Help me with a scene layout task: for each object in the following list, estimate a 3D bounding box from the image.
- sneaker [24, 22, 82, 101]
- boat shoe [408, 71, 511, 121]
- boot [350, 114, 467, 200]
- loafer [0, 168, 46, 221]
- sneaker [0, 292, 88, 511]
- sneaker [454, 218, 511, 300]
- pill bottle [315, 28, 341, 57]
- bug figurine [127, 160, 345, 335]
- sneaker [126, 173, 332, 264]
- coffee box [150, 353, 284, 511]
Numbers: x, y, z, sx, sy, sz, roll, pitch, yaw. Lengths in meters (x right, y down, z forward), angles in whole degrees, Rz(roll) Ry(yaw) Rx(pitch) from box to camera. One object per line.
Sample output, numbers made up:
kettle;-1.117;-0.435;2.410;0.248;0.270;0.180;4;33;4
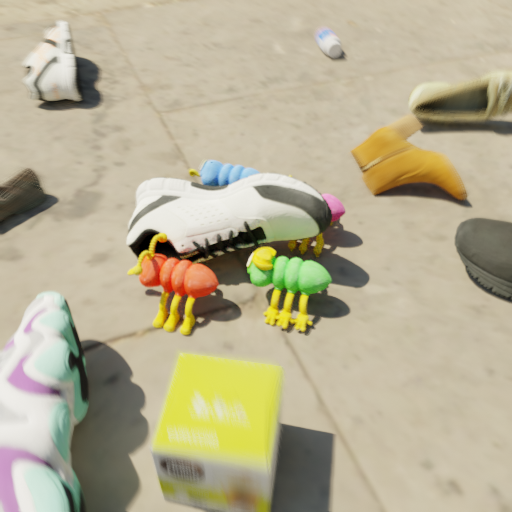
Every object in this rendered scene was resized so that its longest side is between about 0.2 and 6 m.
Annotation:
sneaker;-4.659;-4.433;12.643;1.174;1.082;2.935;-12;44;-10
boat shoe;4.301;-3.077;11.025;2.485;0.907;0.782;1;29;12
boot;2.588;-1.395;9.636;1.317;0.647;1.840;-36;84;6
loafer;-4.343;-0.833;9.053;0.679;0.594;1.890;30;50;28
sneaker;-2.994;1.805;5.640;2.385;1.325;3.409;-8;43;-9
sneaker;4.471;-0.023;7.474;3.450;1.566;1.310;18;48;20
pill bottle;1.832;-5.318;14.016;0.495;0.495;0.883;-8;43;-9
bug figurine;-0.138;-0.376;8.317;2.783;0.923;3.589;11;43;11
sneaker;-0.462;-0.389;8.136;3.166;1.167;1.266;0;53;23
coffee box;-0.344;1.829;5.764;1.127;1.117;1.129;6;43;7
